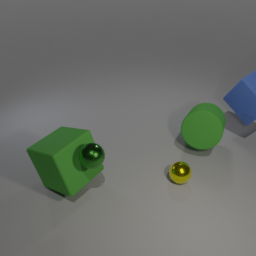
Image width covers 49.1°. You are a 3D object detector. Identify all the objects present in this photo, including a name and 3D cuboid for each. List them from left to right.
[{"bbox_3d":[-1.824,0.926,8.299,1.400,1.400,1.400,6,34,41],"label":"cube"},{"bbox_3d":[-0.968,0.745,7.534,0.700,0.700,0.700,0,31,0],"label":"ball"},{"bbox_3d":[1.636,1.388,8.752,0.700,0.700,0.700,0,31,0],"label":"ball"},{"bbox_3d":[2.727,-0.098,10.051,1.400,1.400,1.400,12,20,19],"label":"cylinder"},{"bbox_3d":[4.758,-1.209,10.408,1.400,1.400,1.400,-30,75,-23],"label":"cube"}]
